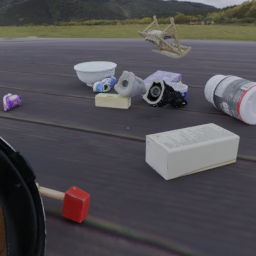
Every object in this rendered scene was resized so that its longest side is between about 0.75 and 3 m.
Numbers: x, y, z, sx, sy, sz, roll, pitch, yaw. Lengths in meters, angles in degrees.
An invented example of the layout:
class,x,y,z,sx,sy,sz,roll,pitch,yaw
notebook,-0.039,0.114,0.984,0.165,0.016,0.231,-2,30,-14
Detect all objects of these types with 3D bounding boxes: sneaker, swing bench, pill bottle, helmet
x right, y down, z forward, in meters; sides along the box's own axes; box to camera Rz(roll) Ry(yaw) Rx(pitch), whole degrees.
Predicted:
class,x,y,z,sx,sy,sz,roll,pitch,yaw
sneaker,-4.706,-1.080,11.465,0.596,0.542,1.348,4,20,-11
swing bench,1.115,-2.703,8.630,0.780,1.202,1.195,-44,32,-1
sneaker,-1.066,-2.125,14.074,0.642,0.631,1.666,21,37,26
pill bottle,4.017,-1.156,10.403,1.394,1.394,2.447,-7,22,-17
helmet,-2.518,1.230,2.516,2.820,2.958,2.958,-20,11,30

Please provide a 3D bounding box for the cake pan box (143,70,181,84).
class,x,y,z,sx,sy,sz,roll,pitch,yaw
cake pan box,1.713,-2.416,14.385,1.497,0.425,1.626,20,46,38

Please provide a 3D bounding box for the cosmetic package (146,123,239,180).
class,x,y,z,sx,sy,sz,roll,pitch,yaw
cosmetic package,1.600,0.525,7.039,2.091,0.764,1.083,-10,24,-22

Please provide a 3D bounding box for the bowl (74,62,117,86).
class,x,y,z,sx,sy,sz,roll,pitch,yaw
bowl,-1.736,-2.884,15.196,2.297,1.032,2.297,-1,25,0

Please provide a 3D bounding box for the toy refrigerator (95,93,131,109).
class,x,y,z,sx,sy,sz,roll,pitch,yaw
toy refrigerator,-0.618,-1.154,11.640,1.391,0.487,0.528,6,22,14

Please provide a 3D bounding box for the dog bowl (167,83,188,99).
class,x,y,z,sx,sy,sz,roll,pitch,yaw
dog bowl,1.972,-1.654,12.793,1.428,0.562,1.428,1,21,0

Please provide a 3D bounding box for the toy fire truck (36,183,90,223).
class,x,y,z,sx,sy,sz,roll,pitch,yaw
toy fire truck,-1.821,1.260,4.891,1.956,0.477,1.380,17,16,21

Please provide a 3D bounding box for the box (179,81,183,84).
class,x,y,z,sx,sy,sz,roll,pitch,yaw
box,2.342,-2.332,14.909,1.089,0.273,0.410,-8,24,-22

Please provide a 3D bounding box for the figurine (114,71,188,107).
class,x,y,z,sx,sy,sz,roll,pitch,yaw
figurine,1.003,-1.423,11.333,2.358,1.015,2.301,22,8,35
